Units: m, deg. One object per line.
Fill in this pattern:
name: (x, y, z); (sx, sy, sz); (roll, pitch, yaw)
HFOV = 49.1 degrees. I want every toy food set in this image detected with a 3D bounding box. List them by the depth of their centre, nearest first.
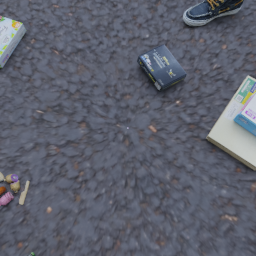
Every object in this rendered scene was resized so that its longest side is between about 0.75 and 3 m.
toy food set: (-3.836, 1.802, 8.406); (1.564, 0.246, 0.994); (9, 70, 3)

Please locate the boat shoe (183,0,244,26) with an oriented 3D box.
boat shoe: (3.190, -4.607, 10.264); (2.389, 1.084, 0.845); (-20, 71, -7)

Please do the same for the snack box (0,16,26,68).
snack box: (-4.684, -3.146, 10.066); (1.264, 0.471, 1.777); (21, 72, 7)

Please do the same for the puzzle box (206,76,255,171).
puzzle box: (4.006, -0.230, 9.080); (1.807, 0.345, 2.717); (35, 74, 12)

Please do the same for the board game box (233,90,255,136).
board game box: (4.978, -0.707, 8.759); (2.115, 0.557, 2.764); (39, 74, 12)

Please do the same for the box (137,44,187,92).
box: (1.159, -2.073, 9.621); (1.123, 0.363, 1.424); (-28, 76, -20)

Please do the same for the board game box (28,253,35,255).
board game box: (-2.297, 4.739, 7.344); (1.311, 0.293, 2.502); (-42, 75, -12)
